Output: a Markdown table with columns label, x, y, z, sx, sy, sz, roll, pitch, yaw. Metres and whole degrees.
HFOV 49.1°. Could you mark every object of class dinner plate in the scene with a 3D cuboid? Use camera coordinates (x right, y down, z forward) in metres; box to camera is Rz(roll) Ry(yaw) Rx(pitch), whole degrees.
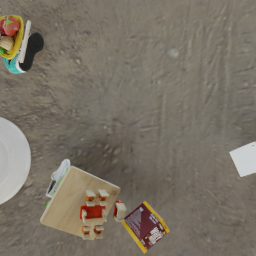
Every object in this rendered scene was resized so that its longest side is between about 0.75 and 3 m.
| label | x | y | z | sx | sy | sz | roll | pitch | yaw |
| --- | --- | --- | --- | --- | --- | --- | --- | --- | --- |
| dinner plate | -4.314 | 0.965 | 8.303 | 2.778 | 0.337 | 2.778 | 0 | 81 | 0 |

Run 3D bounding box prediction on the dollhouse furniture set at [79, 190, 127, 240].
| label | x | y | z | sx | sy | sz | roll | pitch | yaw |
| --- | --- | --- | --- | --- | --- | --- | --- | --- | --- |
| dollhouse furniture set | -0.696 | 2.230 | 7.470 | 1.185 | 0.617 | 1.198 | 4 | 100 | -21 |

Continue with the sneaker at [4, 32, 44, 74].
| label | x | y | z | sx | sy | sz | roll | pitch | yaw |
| --- | --- | --- | --- | --- | --- | --- | --- | --- | --- |
| sneaker | -3.217 | -2.229 | 8.546 | 0.954 | 0.661 | 1.580 | -7 | 50 | 30 |

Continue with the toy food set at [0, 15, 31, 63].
| label | x | y | z | sx | sy | sz | roll | pitch | yaw |
| --- | --- | --- | --- | --- | --- | --- | --- | --- | --- |
| toy food set | -3.429 | -2.565 | 7.643 | 2.076 | 0.678 | 1.221 | 27 | 102 | 45 |

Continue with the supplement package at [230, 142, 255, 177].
| label | x | y | z | sx | sy | sz | roll | pitch | yaw |
| --- | --- | --- | --- | --- | --- | --- | --- | --- | --- |
| supplement package | 3.415 | 0.843 | 7.747 | 0.726 | 1.212 | 0.735 | -28 | 73 | 28 |

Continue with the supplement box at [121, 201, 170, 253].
| label | x | y | z | sx | sy | sz | roll | pitch | yaw |
| --- | --- | --- | --- | --- | --- | --- | --- | --- | --- |
| supplement box | 0.458 | 2.638 | 7.529 | 0.887 | 0.875 | 0.589 | -37 | 126 | -12 |

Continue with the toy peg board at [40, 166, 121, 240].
| label | x | y | z | sx | sy | sz | roll | pitch | yaw |
| --- | --- | --- | --- | --- | --- | --- | --- | --- | --- |
| toy peg board | -1.365 | 2.002 | 7.858 | 1.635 | 0.803 | 1.642 | 30 | 88 | -26 |

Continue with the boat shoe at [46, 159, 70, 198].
| label | x | y | z | sx | sy | sz | roll | pitch | yaw |
| --- | --- | --- | --- | --- | --- | --- | --- | --- | --- |
| boat shoe | -2.048 | 1.458 | 8.160 | 0.389 | 0.426 | 1.185 | 22 | 90 | -36 |
